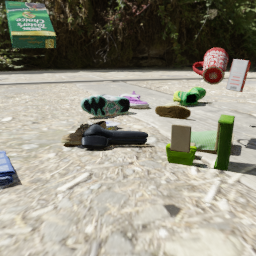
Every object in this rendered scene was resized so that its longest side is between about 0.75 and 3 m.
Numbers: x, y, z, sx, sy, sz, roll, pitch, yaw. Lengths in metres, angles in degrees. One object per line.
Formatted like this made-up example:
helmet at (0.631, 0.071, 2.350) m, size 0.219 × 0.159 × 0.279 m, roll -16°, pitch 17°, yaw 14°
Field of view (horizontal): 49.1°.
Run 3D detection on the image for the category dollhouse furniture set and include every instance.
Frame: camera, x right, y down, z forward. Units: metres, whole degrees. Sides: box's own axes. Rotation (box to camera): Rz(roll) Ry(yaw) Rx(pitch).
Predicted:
dollhouse furniture set at (2.047, 0.081, 7.580) m, size 1.542 × 1.181 × 2.353 m, roll 6°, pitch 16°, yaw 22°

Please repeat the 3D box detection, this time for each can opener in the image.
can opener at (-0.381, 0.301, 8.245) m, size 1.964 × 0.772 × 0.623 m, roll 1°, pitch -25°, yaw -10°

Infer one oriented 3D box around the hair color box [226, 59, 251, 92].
hair color box at (4.026, -1.910, 10.242) m, size 0.564 × 1.111 × 0.340 m, roll 19°, pitch 10°, yaw 34°

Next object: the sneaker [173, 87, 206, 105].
sneaker at (3.462, -1.611, 15.023) m, size 2.415 × 0.894 × 1.009 m, roll -17°, pitch 34°, yaw -37°

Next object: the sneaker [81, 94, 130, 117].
sneaker at (-1.293, -1.074, 12.757) m, size 2.425 × 0.943 × 1.696 m, roll 1°, pitch 10°, yaw -36°

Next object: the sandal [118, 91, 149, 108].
sandal at (0.135, -1.610, 14.884) m, size 1.231 × 0.743 × 3.025 m, roll -6°, pitch 16°, yaw -22°

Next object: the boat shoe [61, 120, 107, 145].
boat shoe at (-1.354, 0.113, 8.715) m, size 0.604 × 0.547 × 1.695 m, roll 13°, pitch 19°, yaw 40°

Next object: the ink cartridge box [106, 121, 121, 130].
ink cartridge box at (-0.803, -0.073, 10.179) m, size 0.810 × 0.190 × 0.801 m, roll -12°, pitch 17°, yaw -43°

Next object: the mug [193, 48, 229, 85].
mug at (2.505, -1.758, 8.396) m, size 0.987 × 0.742 × 1.112 m, roll -34°, pitch 21°, yaw 38°

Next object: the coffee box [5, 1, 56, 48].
coffee box at (-3.119, -3.315, 8.918) m, size 1.313 × 0.470 × 2.136 m, roll -6°, pitch 50°, yaw -23°

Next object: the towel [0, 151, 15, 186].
towel at (-3.935, 0.979, 5.917) m, size 2.721 × 0.324 × 1.998 m, roll -6°, pitch 14°, yaw -29°

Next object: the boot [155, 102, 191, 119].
boot at (2.142, -0.798, 12.206) m, size 1.589 × 0.578 × 1.235 m, roll 5°, pitch 15°, yaw 33°
